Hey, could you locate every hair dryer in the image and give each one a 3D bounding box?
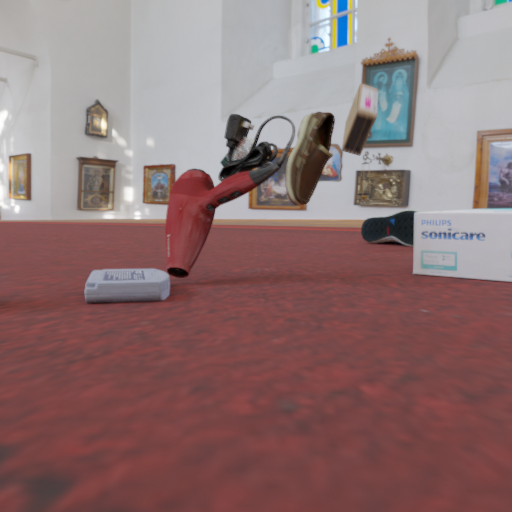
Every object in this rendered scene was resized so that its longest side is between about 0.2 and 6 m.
[{"bbox_3d":[-0.513,-0.746,6.480,0.589,2.168,1.651,26,6,-25],"label":"hair dryer"}]

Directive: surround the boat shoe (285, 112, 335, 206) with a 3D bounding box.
[{"bbox_3d":[1.138,-2.006,11.245,0.745,2.017,0.746,21,-15,-40],"label":"boat shoe"}]

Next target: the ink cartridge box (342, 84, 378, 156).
[{"bbox_3d":[1.481,-1.936,7.968,0.305,0.669,0.812,17,46,-1],"label":"ink cartridge box"}]

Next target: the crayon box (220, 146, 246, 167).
[{"bbox_3d":[-0.316,-1.575,9.444,0.186,0.453,0.721,37,-2,19],"label":"crayon box"}]

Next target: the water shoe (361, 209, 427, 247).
[{"bbox_3d":[3.665,-0.682,13.507,0.966,0.875,2.447,-1,5,-35],"label":"water shoe"}]

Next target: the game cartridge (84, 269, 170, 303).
[{"bbox_3d":[-1.312,0.297,5.803,0.817,0.251,1.228,-5,6,-12],"label":"game cartridge"}]

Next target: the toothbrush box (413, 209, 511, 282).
[{"bbox_3d":[3.316,-0.209,7.716,1.522,0.887,2.080,4,6,41],"label":"toothbrush box"}]
